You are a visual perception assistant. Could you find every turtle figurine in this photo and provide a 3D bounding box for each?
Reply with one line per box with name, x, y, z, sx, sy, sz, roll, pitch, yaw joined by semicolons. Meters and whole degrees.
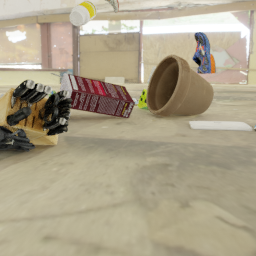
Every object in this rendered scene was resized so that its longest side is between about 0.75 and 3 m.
turtle figurine;-2.278;-1.379;10.781;1.603;1.190;1.653;9;5;-27

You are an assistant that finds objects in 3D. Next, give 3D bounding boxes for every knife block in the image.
knife block;-2.234;-0.288;5.550;2.396;0.767;2.104;2;-18;7

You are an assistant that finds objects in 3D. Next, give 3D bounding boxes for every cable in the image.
cable;-2.625;0.178;5.432;1.552;0.394;1.266;2;-14;4

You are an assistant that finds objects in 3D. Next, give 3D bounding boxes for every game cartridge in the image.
game cartridge;-3.450;-0.763;9.867;1.881;0.578;2.826;15;0;-36

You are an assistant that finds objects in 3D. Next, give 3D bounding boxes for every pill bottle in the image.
pill bottle;-1.392;-3.503;8.618;0.586;0.586;1.054;3;36;14

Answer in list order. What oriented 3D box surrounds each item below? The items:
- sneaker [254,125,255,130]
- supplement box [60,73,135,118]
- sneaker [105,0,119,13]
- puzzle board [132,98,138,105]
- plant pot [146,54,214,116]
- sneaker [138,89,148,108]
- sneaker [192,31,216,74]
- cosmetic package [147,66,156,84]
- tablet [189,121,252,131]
sneaker;3.987;-0.282;8.097;0.568;0.652;1.449;5;12;25
supplement box;-1.093;-1.122;9.901;2.405;0.732;1.309;8;31;-24
sneaker;-0.645;-4.416;9.398;0.479;1.167;0.454;-22;35;13
puzzle board;-0.332;-1.480;15.470;1.923;0.222;2.552;-1;11;-3
plant pot;2.110;-1.413;10.716;2.004;2.297;2.297;14;5;-23
sneaker;1.210;-1.197;12.786;1.085;0.962;2.597;21;1;-21
sneaker;1.996;-2.059;7.649;0.523;1.335;0.503;-13;-22;9
cosmetic package;1.809;-1.893;13.066;1.214;0.884;2.387;19;-7;20
tablet;2.764;-0.089;8.546;1.695;0.116;1.103;2;11;8
